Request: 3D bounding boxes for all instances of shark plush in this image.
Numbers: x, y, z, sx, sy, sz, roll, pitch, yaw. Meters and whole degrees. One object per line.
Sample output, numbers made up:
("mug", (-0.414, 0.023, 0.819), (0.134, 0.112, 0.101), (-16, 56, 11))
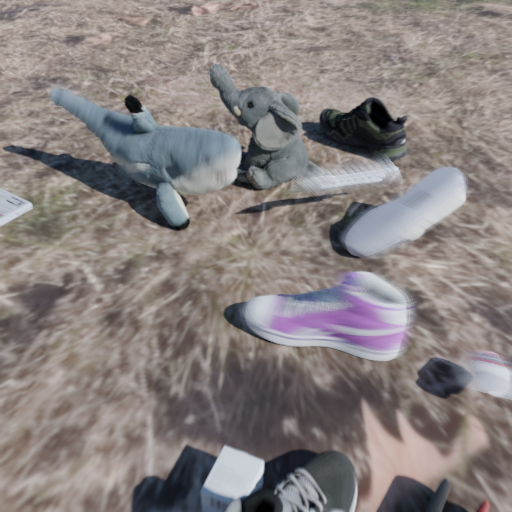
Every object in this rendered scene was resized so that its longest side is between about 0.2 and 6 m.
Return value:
("shark plush", (-2.096, -2.503, 11.106), (4.303, 1.792, 1.955), (39, 65, 20))

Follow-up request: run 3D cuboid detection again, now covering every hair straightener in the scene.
("hair straightener", (1.404, 3.284, 5.719), (0.997, 0.530, 2.591), (27, 49, 31))

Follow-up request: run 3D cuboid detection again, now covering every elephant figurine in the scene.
("elephant figurine", (0.254, -2.778, 11.836), (1.930, 2.488, 1.761), (-25, 44, -29))

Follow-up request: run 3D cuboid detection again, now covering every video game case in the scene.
("video game case", (-5.618, -0.935, 11.354), (1.559, 0.172, 1.419), (23, 43, 26))

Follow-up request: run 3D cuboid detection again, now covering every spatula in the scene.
("spatula", (1.625, -1.401, 10.730), (1.990, 0.160, 1.384), (-8, -4, -7))

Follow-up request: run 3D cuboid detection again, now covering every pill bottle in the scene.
("pill bottle", (3.138, 1.578, 7.440), (0.406, 0.406, 0.679), (7, 14, 8))

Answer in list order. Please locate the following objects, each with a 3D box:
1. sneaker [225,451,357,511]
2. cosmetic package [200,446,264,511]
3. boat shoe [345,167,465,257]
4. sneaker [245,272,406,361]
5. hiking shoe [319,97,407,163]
("sneaker", (0.348, 2.640, 5.735), (0.879, 1.352, 2.342), (27, 46, 30))
("cosmetic package", (-0.264, 2.648, 6.409), (0.519, 0.520, 0.630), (16, 41, 18))
("boat shoe", (2.795, -0.630, 10.315), (2.431, 0.849, 0.862), (-36, 40, -1))
("sneaker", (1.001, 0.672, 8.264), (2.397, 1.367, 0.869), (7, 43, 10))
("hiking shoe", (2.601, -3.279, 13.459), (0.981, 1.304, 2.590), (-29, 46, -33))
